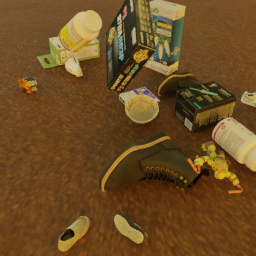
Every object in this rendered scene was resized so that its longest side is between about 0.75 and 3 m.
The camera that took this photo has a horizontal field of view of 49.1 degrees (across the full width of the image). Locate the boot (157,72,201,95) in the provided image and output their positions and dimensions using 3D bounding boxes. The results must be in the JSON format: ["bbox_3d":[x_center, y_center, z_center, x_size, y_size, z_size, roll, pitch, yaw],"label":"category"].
[{"bbox_3d":[2.364,-1.622,11.619,2.084,0.807,1.442,-27,52,-27],"label":"boot"}]

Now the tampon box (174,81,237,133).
[{"bbox_3d":[2.801,-0.812,10.337,1.737,1.097,1.302,-16,43,-19],"label":"tampon box"}]

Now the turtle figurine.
[{"bbox_3d":[2.551,0.985,8.192,1.891,0.609,1.525,28,28,-8],"label":"turtle figurine"}]

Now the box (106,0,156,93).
[{"bbox_3d":[-0.016,-3.044,9.831,0.663,2.290,2.881,13,56,-26],"label":"box"}]

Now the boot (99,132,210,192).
[{"bbox_3d":[0.802,1.299,7.929,2.851,1.104,1.972,-32,54,-31],"label":"boot"}]

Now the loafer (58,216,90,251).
[{"bbox_3d":[-1.319,2.557,6.906,0.384,0.347,1.016,21,44,23],"label":"loafer"}]

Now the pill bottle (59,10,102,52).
[{"bbox_3d":[-1.764,-3.615,10.466,1.039,1.039,1.901,-36,14,-35],"label":"pill bottle"}]

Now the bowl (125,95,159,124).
[{"bbox_3d":[0.502,-0.586,10.383,1.217,0.571,1.217,0,58,-1],"label":"bowl"}]

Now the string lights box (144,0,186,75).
[{"bbox_3d":[1.600,-4.091,12.793,1.523,2.965,0.874,30,48,31],"label":"string lights box"}]

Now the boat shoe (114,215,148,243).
[{"bbox_3d":[0.054,2.521,7.038,1.003,0.360,0.339,26,12,37],"label":"boat shoe"}]

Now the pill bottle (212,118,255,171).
[{"bbox_3d":[3.586,0.506,8.870,0.967,0.967,1.707,-18,43,-20],"label":"pill bottle"}]

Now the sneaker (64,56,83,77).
[{"bbox_3d":[-2.575,-2.813,13.206,0.672,0.637,1.669,-18,36,-8],"label":"sneaker"}]

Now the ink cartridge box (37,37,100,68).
[{"bbox_3d":[-3.109,-4.062,14.386,2.995,0.888,1.555,-19,43,-21],"label":"ink cartridge box"}]

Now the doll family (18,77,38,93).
[{"bbox_3d":[-4.378,-1.990,12.187,0.737,0.535,1.188,-12,41,-14],"label":"doll family"}]

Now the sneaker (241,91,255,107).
[{"bbox_3d":[5.169,-1.125,11.221,1.133,0.457,0.433,17,41,18],"label":"sneaker"}]

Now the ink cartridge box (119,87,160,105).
[{"bbox_3d":[0.462,-1.142,11.371,1.248,0.273,1.260,-18,41,-20],"label":"ink cartridge box"}]
